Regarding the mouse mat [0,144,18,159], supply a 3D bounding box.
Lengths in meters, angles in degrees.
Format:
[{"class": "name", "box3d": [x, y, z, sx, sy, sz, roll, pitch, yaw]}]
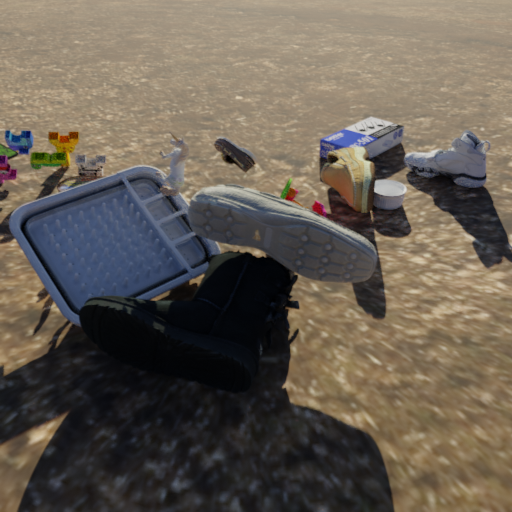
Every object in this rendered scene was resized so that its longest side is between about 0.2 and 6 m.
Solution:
[{"class": "mouse mat", "box3d": [-8.441, -2.933, 15.948, 2.785, 0.105, 2.241, 25, 41, 33]}]

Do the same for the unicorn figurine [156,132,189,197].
[{"class": "unicorn figurine", "box3d": [-1.471, -1.678, 10.098, 0.466, 1.261, 0.866, -19, 26, -32]}]

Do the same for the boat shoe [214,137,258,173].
[{"class": "boat shoe", "box3d": [-0.628, -2.626, 14.563, 1.592, 0.572, 0.474, 35, 78, 37]}]

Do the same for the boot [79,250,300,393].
[{"class": "boot", "box3d": [-0.951, 0.794, 9.447, 3.163, 1.171, 2.592, 15, 38, 10]}]

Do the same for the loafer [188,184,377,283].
[{"class": "loafer", "box3d": [0.491, -0.506, 9.761, 3.390, 1.185, 1.183, 22, 37, 10]}]

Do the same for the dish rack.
[{"class": "dish rack", "box3d": [-2.616, -0.189, 10.609, 3.252, 0.708, 2.791, -26, 70, -33]}]

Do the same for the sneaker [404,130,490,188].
[{"class": "sneaker", "box3d": [4.932, -2.630, 14.431, 2.188, 1.257, 0.822, 23, 40, 31]}]

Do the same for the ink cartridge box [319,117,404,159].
[{"class": "ink cartridge box", "box3d": [3.045, -3.289, 16.038, 1.182, 0.556, 2.514, 27, 42, 35]}]

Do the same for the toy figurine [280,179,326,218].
[{"class": "toy figurine", "box3d": [0.987, -0.919, 12.388, 1.133, 0.924, 1.231, 26, 76, -4]}]

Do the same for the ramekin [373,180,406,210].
[{"class": "ramekin", "box3d": [3.151, -1.460, 13.456, 0.851, 0.415, 0.851, 0, 34, 0]}]

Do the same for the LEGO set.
[{"class": "LEGO set", "box3d": [-5.397, -2.515, 14.590, 2.982, 1.224, 1.137, -1, 64, -10]}]

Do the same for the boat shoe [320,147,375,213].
[{"class": "boat shoe", "box3d": [2.144, -1.863, 13.488, 1.196, 1.125, 3.140, 6, 23, 1]}]

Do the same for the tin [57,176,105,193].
[{"class": "tin", "box3d": [-3.987, -1.622, 13.782, 1.751, 0.367, 0.981, 3, 38, 4]}]
